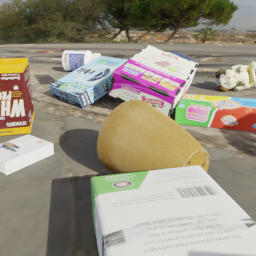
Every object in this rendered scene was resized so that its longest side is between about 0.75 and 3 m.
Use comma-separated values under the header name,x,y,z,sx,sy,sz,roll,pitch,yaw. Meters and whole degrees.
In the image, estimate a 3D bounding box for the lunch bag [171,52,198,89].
name,x,y,z,sx,sy,sz,roll,pitch,yaw
lunch bag,1.695,-2.197,11.508,2.056,1.360,1.397,-14,41,-35

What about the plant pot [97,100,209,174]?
name,x,y,z,sx,sy,sz,roll,pitch,yaw
plant pot,0.488,0.393,4.471,1.368,1.368,1.468,-16,30,-38

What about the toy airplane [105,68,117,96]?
name,x,y,z,sx,sy,sz,roll,pitch,yaw
toy airplane,0.163,-1.185,9.255,1.957,0.360,1.957,12,50,-15

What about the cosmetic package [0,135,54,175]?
name,x,y,z,sx,sy,sz,roll,pitch,yaw
cosmetic package,-2.206,0.498,5.652,0.839,0.288,1.113,16,25,31

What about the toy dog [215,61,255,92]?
name,x,y,z,sx,sy,sz,roll,pitch,yaw
toy dog,4.346,-2.085,11.576,1.611,1.124,1.562,-12,12,-28

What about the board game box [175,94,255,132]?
name,x,y,z,sx,sy,sz,roll,pitch,yaw
board game box,2.664,-0.485,8.049,2.337,0.471,1.788,6,21,17

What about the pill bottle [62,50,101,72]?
name,x,y,z,sx,sy,sz,roll,pitch,yaw
pill bottle,-2.620,-3.829,16.090,2.045,1.224,1.224,4,20,10

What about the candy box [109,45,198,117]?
name,x,y,z,sx,sy,sz,roll,pitch,yaw
candy box,0.920,-1.584,8.986,1.970,0.881,2.889,25,39,13

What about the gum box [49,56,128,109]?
name,x,y,z,sx,sy,sz,roll,pitch,yaw
gum box,-1.294,-1.778,10.232,2.517,0.561,2.138,-38,37,-25

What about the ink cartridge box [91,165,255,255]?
name,x,y,z,sx,sy,sz,roll,pitch,yaw
ink cartridge box,0.465,1.234,2.782,1.478,0.853,2.024,-4,20,-11

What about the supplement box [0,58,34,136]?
name,x,y,z,sx,sy,sz,roll,pitch,yaw
supplement box,-3.160,-0.872,7.310,1.125,1.695,1.672,-5,21,-13
